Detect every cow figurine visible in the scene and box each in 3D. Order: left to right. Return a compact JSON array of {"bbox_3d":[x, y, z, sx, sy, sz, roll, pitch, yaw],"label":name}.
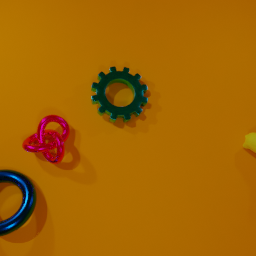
[{"bbox_3d":[3.705,0.459,7.542,1.117,1.099,0.613,31,82,20],"label":"cow figurine"}]

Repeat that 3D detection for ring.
[{"bbox_3d":[-3.354,1.917,7.333,1.851,0.370,1.851,5,51,-7],"label":"ring"}]

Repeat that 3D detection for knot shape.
[{"bbox_3d":[-2.176,0.246,7.845,1.372,0.634,1.284,22,75,17],"label":"knot shape"}]

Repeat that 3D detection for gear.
[{"bbox_3d":[-0.250,-0.993,8.282,1.666,0.308,1.666,2,75,-9],"label":"gear"}]
